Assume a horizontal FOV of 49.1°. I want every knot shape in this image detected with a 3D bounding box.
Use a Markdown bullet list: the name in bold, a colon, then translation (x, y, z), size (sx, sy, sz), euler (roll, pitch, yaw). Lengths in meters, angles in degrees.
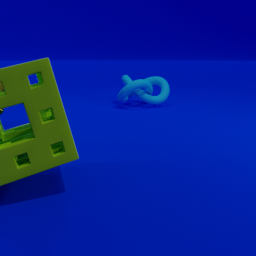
- **knot shape**: translation (0.623, -1.467, 10.701), size (1.911, 0.943, 2.042), euler (4, 18, 7)

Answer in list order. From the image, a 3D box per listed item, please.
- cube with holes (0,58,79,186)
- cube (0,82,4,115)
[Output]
- **cube with holes**: translation (-1.649, -0.130, 3.988), size (1.354, 1.354, 1.354), euler (-18, 16, -16)
- **cube**: translation (-3.596, -0.693, 6.137), size (1.229, 1.229, 1.229), euler (-35, -39, 27)
